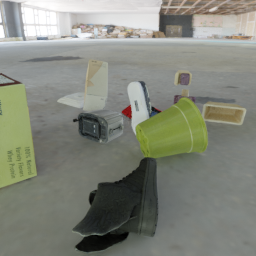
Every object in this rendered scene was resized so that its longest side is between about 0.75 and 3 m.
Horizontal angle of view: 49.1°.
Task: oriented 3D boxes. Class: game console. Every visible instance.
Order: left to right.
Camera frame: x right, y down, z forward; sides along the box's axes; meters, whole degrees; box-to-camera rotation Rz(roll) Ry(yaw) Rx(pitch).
[{"bbox_3d":[0.649,-0.596,11.412,1.210,0.833,1.404,24,7,-34],"label":"game console"}]

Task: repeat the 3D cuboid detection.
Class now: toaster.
[{"bbox_3d":[-0.911,-0.116,9.225,1.610,0.915,1.040,14,22,37],"label":"toaster"}]

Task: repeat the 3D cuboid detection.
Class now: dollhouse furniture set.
[{"bbox_3d":[2.820,-0.642,9.709,2.625,2.080,1.863,8,38,11],"label":"dollhouse furniture set"}]

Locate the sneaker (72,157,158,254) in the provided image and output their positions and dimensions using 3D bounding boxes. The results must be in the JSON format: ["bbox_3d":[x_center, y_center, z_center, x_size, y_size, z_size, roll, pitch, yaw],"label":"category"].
[{"bbox_3d":[-0.133,1.347,5.672,1.409,0.811,2.702,5,26,1],"label":"sneaker"}]

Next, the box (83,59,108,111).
[{"bbox_3d":[-1.185,-1.567,10.393,0.744,0.908,1.913,8,49,-13],"label":"box"}]

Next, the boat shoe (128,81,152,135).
[{"bbox_3d":[0.476,-0.557,8.940,0.680,1.896,0.643,-7,8,43],"label":"boat shoe"}]

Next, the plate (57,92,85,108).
[{"bbox_3d":[-2.233,-1.385,13.201,1.607,0.260,1.610,16,27,36],"label":"plate"}]

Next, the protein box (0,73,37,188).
[{"bbox_3d":[-3.707,0.153,6.485,2.425,2.408,1.636,-17,27,-35],"label":"protein box"}]

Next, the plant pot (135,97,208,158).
[{"bbox_3d":[1.116,0.167,7.950,1.597,1.682,1.682,-19,26,-11],"label":"plant pot"}]
